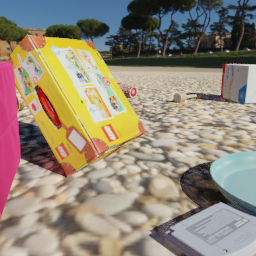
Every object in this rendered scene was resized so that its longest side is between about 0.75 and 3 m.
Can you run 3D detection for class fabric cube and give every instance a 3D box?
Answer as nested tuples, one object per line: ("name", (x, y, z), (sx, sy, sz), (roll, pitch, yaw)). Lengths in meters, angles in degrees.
("fabric cube", (-2.644, 0.074, 3.879), (1.899, 1.936, 1.930), (-3, 16, -14))

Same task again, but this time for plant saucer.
("plant saucer", (2.429, 0.861, 3.980), (2.454, 0.336, 2.454), (1, 13, 0))

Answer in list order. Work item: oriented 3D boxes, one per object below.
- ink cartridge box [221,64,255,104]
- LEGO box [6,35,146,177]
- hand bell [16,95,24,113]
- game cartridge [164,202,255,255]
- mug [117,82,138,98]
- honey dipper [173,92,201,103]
("ink cartridge box", (5.461, -2.257, 13.780), (0.994, 1.717, 2.956), (-2, 14, -9))
("LEGO box", (-0.901, -0.508, 5.311), (0.890, 2.308, 1.718), (-35, -7, 32))
("hand bell", (-4.167, -0.805, 10.206), (1.011, 1.011, 1.941), (-1, 2, -4))
("game cartridge", (1.021, 1.157, 3.066), (1.072, 0.217, 0.715), (-10, 14, -36))
("mug", (-0.022, -1.988, 14.842), (1.123, 0.749, 0.997), (17, 23, 41))
("honey dipper", (3.001, -1.566, 13.719), (0.453, 0.453, 2.383), (11, 16, 37))
